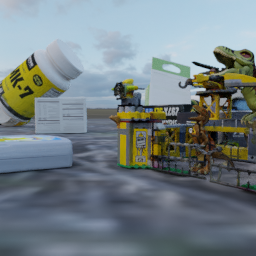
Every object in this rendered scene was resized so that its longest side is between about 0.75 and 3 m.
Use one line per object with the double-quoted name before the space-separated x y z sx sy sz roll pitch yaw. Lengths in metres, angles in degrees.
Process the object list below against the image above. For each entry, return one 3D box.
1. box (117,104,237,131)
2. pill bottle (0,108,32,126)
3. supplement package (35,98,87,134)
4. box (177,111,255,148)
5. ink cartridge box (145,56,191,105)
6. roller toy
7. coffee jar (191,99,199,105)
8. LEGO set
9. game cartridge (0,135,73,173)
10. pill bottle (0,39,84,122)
"box" 1.446 -0.305 7.967 2.799 0.691 2.235 -2 2 -45
"pill bottle" -4.235 -0.554 10.280 0.979 0.979 1.736 0 2 2
"supplement package" -1.488 -0.280 6.271 1.032 0.735 1.326 -1 4 -13
"box" 1.608 0.001 3.297 1.735 0.426 1.399 0 5 -8
"ink cartridge box" 1.513 -1.399 10.469 1.691 2.324 0.557 11 -26 -14
"roller toy" 4.109 -1.062 10.636 2.538 1.944 2.783 3 9 -42
"coffee jar" 2.071 -0.730 12.383 2.699 1.152 1.408 -3 2 -42
"LEGO set" 0.790 -0.275 1.730 1.451 1.093 1.887 -1 3 -30
"game cartridge" -0.845 0.167 2.210 0.692 0.210 1.037 3 1 -31
"pill bottle" -2.839 -1.530 9.052 2.692 1.538 1.538 -36 -7 13
